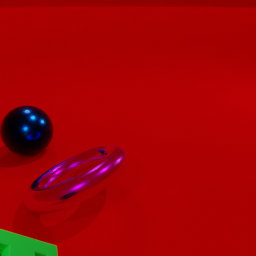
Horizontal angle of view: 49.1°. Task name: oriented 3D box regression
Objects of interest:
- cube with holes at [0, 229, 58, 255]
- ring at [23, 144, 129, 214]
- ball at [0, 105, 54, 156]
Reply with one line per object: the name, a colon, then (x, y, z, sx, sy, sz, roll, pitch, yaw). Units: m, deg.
cube with holes: (-1.190, 1.414, 1.852, 1.052, 1.052, 1.052, -40, 39, 14)
ring: (-0.845, 0.787, 4.652, 1.837, 0.367, 1.837, -23, 10, 4)
ball: (-2.197, 0.056, 6.127, 1.106, 1.106, 1.106, 0, 26, 0)
